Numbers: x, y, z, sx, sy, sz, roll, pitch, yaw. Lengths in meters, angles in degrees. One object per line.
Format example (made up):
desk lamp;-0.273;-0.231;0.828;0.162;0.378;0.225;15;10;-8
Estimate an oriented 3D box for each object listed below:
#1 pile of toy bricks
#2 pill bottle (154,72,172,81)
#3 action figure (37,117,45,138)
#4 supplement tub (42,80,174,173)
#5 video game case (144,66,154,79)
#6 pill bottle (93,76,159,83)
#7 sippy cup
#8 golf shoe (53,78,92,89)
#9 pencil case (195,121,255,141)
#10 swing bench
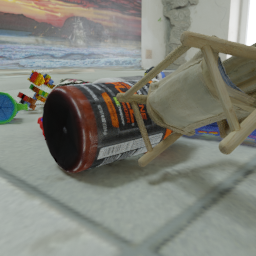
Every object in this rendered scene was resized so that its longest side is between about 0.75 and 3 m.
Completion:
pile of toy bricks;-3.197;-1.277;11.084;1.326;1.490;2.685;28;-3;-4
pill bottle;2.299;-1.599;11.427;2.483;1.412;1.412;-2;14;-7
action figure;-1.818;-0.021;7.128;0.717;0.567;2.193;-3;9;-34
supplement tub;-0.088;-0.181;5.658;2.908;1.555;1.555;-13;19;-40
video game case;0.693;-1.506;10.515;0.203;1.436;1.589;16;22;9
pill bottle;0.091;-0.763;8.065;1.459;1.459;2.580;9;17;32
sippy cup;-3.917;-0.639;8.885;1.269;0.997;0.930;33;-1;-8
golf shoe;-2.395;-1.467;11.190;1.181;1.035;2.682;22;16;14
pencil case;2.393;-0.240;6.918;2.659;1.038;1.155;8;17;30
swing bench;1.264;-0.406;4.134;2.076;1.347;2.064;-16;-6;-27
